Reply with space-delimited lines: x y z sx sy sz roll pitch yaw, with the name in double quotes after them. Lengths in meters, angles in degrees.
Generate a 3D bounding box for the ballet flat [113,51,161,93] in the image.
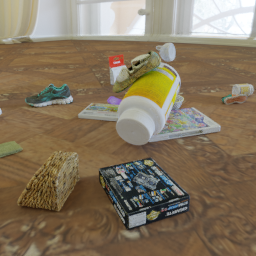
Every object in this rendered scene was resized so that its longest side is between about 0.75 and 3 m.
0.160 -1.897 9.245 1.922 0.679 0.679 -31 19 15 "ballet flat"

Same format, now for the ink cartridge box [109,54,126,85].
-0.527 -3.420 16.427 0.453 1.587 1.290 19 30 36 "ink cartridge box"

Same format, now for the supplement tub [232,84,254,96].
5.787 -1.904 14.134 0.873 0.635 0.635 -5 24 -12 "supplement tub"

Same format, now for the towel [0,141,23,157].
-3.862 0.680 8.763 0.941 0.172 0.698 -18 30 -37 "towel"

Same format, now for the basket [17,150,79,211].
-1.895 1.119 6.666 1.074 1.029 1.441 6 24 10 "basket"

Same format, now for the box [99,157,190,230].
0.298 1.432 6.672 1.519 0.440 1.911 -10 25 -22 "box"

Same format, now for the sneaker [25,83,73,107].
-3.670 -1.578 12.960 2.129 0.971 0.826 -10 25 -20 "sneaker"

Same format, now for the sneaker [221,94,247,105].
5.016 -1.426 13.269 1.243 0.444 0.497 -8 29 -14 "sneaker"

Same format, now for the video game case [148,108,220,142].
1.719 -0.190 10.579 2.790 0.251 1.998 -8 26 -16 "video game case"

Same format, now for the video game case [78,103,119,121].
-1.020 -0.694 11.911 1.711 0.196 1.557 5 24 13 "video game case"

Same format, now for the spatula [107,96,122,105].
0.261 -1.072 12.675 2.481 0.255 0.701 9 32 17 "spatula"

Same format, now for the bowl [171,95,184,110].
1.680 -0.989 11.986 1.379 0.647 1.379 0 21 0 "bowl"

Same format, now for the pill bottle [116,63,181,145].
0.675 -0.835 9.405 1.592 1.592 2.915 10 46 21 "pill bottle"

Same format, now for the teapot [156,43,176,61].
1.494 -2.992 11.086 0.563 0.771 0.761 5 34 33 "teapot"
